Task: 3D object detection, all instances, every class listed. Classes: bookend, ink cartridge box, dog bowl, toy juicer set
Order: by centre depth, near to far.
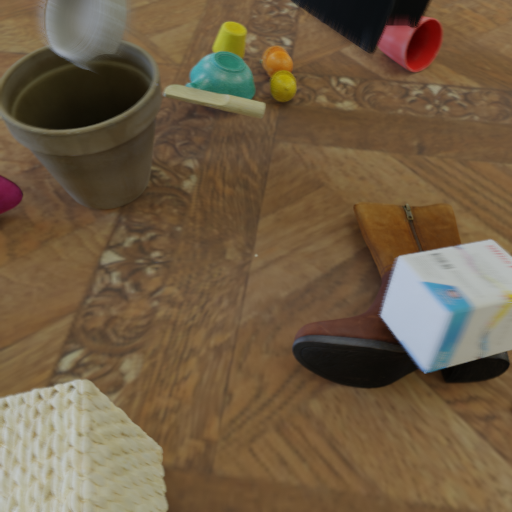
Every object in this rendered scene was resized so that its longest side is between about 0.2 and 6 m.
[{"bbox_3d":[2.384,0.558,6.547,1.356,0.990,0.995,-9,40,-19],"label":"ink cartridge box"},{"bbox_3d":[1.560,-3.969,7.546,2.611,1.203,2.595,-23,58,-41],"label":"bookend"},{"bbox_3d":[-2.446,-3.368,7.883,1.389,1.389,0.407,39,23,27],"label":"dog bowl"},{"bbox_3d":[-0.329,-3.490,11.591,2.153,0.921,3.385,24,47,0],"label":"toy juicer set"}]

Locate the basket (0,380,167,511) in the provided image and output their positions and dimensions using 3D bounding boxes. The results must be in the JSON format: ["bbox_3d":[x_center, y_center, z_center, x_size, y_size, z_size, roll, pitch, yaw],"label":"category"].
[{"bbox_3d":[-1.973,2.601,5.436,1.705,2.120,2.101,-19,49,3],"label":"basket"}]

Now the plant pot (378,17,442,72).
[{"bbox_3d":[3.368,-4.828,12.517,1.177,1.177,1.041,-28,45,-21],"label":"plant pot"}]

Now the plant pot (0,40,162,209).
[{"bbox_3d":[-2.708,-2.019,9.407,2.509,2.177,2.509,-1,50,1],"label":"plant pot"}]

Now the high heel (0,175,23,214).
[{"bbox_3d":[-5.280,-0.646,9.073,2.896,0.976,1.392,-6,39,14],"label":"high heel"}]

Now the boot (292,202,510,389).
[{"bbox_3d":[1.885,0.253,8.286,3.003,1.092,3.190,-3,50,-2],"label":"boot"}]
